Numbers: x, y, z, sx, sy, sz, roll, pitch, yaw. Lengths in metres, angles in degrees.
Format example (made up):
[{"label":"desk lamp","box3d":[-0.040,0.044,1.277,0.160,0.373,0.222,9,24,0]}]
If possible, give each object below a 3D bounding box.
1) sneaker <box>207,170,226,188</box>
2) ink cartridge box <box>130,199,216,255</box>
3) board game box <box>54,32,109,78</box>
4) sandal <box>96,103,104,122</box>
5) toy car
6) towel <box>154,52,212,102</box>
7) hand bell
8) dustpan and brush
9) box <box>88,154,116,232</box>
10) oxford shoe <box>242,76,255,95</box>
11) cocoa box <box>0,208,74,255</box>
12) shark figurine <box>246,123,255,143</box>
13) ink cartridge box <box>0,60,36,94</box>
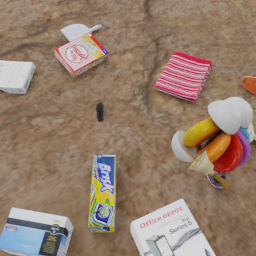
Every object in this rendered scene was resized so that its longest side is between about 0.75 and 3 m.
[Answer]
[{"label":"sneaker","box3d":[3.176,1.296,9.955,0.645,0.779,1.634,1,58,-1]},{"label":"ink cartridge box","box3d":[1.378,3.655,8.223,1.822,1.052,2.504,-21,59,-13]},{"label":"board game box","box3d":[-2.153,-3.444,13.088,1.999,0.463,1.514,-36,75,-20]},{"label":"sandal","box3d":[-1.161,-0.648,11.596,0.316,0.202,0.842,0,69,-1]},{"label":"toy car","box3d":[2.543,0.340,7.685,2.305,2.017,1.728,-15,65,-49]},{"label":"towel","box3d":[2.526,-2.396,12.574,1.930,0.300,2.669,21,56,14]},{"label":"hand bell","box3d":[1.765,0.959,5.649,1.001,0.521,0.521,41,64,4]},{"label":"dustpan and brush","box3d":[-2.169,-4.840,14.162,2.011,0.576,1.404,-36,78,-12]},{"label":"box","box3d":[-0.805,2.123,9.346,0.788,0.859,2.451,0,57,0]},{"label":"oxford shoe","box3d":[5.952,-1.808,12.140,2.051,0.731,0.748,23,40,9]},{"label":"cocoa box","box3d":[-2.701,3.254,8.405,1.771,1.181,1.162,8,57,5]},{"label":"shark figurine","box3d":[4.090,0.271,10.353,1.123,2.692,1.608,-24,86,28]},{"label":"ink cartridge box","box3d":[-5.351,-2.297,12.533,1.986,0.497,1.598,3,57,7]}]
